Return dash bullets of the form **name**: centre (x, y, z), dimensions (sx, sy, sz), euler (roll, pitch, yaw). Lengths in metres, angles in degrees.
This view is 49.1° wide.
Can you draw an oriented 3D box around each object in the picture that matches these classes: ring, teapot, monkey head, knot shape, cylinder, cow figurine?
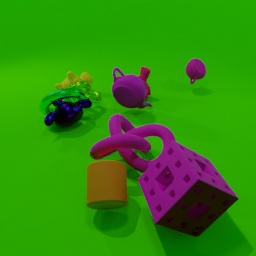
- **ring**: centre (-1.960, -0.754, 8.475), dimensions (1.439, 1.439, 0.288), euler (-14, 72, -24)
- **teapot**: centre (2.572, -2.258, 10.811), dimensions (0.836, 0.658, 1.344), euler (26, 61, -23)
- **teapot**: centre (0.125, -1.174, 8.920), dimensions (1.124, 1.808, 0.885), euler (-22, 27, 46)
- **monkey head**: centre (-1.870, -0.567, 8.166), dimensions (1.524, 1.096, 0.918), euler (-28, 11, -28)
- **knot shape**: centre (-1.563, -1.116, 9.250), dimensions (1.147, 0.567, 1.226), euler (-3, -17, 43)
- **cylinder**: centre (-0.398, 1.090, 5.298), dimensions (0.761, 0.761, 0.761), euler (-2, 63, -3)
- **knot shape**: centre (-0.027, 0.353, 6.424), dimensions (1.795, 0.887, 1.919), euler (-11, 28, -35)
- **cow figurine**: centre (-1.933, -1.558, 10.344), dimensions (1.345, 1.323, 0.738), euler (-42, 76, -2)
- **monkey head**: centre (0.308, -1.593, 10.003), dimensions (1.641, 1.180, 0.989), euler (32, 29, 31)

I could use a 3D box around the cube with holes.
- **cube with holes**: centre (0.996, 1.057, 4.883), dimensions (1.024, 1.024, 1.024), euler (28, 21, -29)
